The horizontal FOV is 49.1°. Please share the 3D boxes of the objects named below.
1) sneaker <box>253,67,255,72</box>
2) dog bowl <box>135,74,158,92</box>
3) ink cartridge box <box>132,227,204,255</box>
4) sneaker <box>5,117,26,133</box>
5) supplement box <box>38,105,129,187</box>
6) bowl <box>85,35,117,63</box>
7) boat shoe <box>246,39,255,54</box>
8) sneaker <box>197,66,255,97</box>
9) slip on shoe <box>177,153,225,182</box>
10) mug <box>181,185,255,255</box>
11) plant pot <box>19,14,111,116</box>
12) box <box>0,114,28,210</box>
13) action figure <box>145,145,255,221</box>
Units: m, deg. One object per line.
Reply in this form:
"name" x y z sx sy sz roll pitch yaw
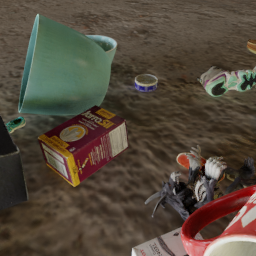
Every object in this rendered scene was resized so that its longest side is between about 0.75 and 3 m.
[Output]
"sneaker" 5.355 -1.907 10.759 0.982 0.738 1.971 36 23 -11
"dog bowl" 0.692 -1.717 10.648 0.850 0.335 0.850 0 37 0
"ink cartridge box" 0.810 2.375 4.868 1.281 0.534 0.930 -15 39 -19
"sneaker" -3.464 -0.092 8.286 0.868 0.346 0.337 -33 78 -19
"supplement box" -1.057 0.372 7.038 1.222 0.963 1.867 26 46 36
"bowl" -1.560 -2.888 11.520 2.275 1.190 2.275 0 35 0
"boat shoe" 7.094 -3.845 12.922 2.926 1.080 1.107 17 39 21
"sneaker" 3.665 -1.986 10.588 2.155 0.838 1.508 -11 38 -16
"slip on shoe" 1.750 0.959 6.867 1.223 0.453 0.374 26 26 25
"mug" 2.340 1.380 4.256 2.445 1.838 2.754 29 41 30
"plant pot" -1.899 -1.688 8.629 2.303 2.870 2.870 10 31 -25
"box" -3.800 0.757 6.092 2.490 1.462 2.449 -16 36 -28
"action figure" 1.646 1.077 5.929 2.611 1.332 1.552 -8 14 -13
